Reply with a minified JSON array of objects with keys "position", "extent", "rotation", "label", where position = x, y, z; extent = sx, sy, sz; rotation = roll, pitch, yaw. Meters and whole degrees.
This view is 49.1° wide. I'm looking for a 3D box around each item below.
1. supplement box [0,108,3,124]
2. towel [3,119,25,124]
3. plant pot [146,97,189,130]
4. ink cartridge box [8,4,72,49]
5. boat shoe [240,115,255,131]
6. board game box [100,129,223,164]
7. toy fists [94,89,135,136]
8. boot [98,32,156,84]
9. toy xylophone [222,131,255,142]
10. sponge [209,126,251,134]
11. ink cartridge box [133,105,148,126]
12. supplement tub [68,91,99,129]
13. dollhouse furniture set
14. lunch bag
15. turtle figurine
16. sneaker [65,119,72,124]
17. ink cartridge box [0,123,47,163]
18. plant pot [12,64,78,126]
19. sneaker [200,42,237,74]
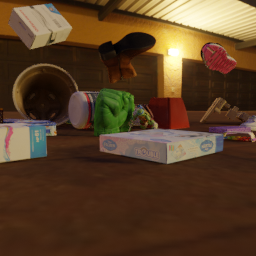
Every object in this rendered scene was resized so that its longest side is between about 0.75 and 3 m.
[{"position":[-5.960,-0.455,12.236],"extent":[0.558,0.840,0.828],"rotation":[1,5,13],"label":"supplement box"},{"position":[-6.045,-0.314,14.675],"extent":[1.209,0.196,1.647],"rotation":[2,6,-2],"label":"towel"},{"position":[1.638,-0.656,11.956],"extent":[1.470,1.297,1.471],"rotation":[5,6,44],"label":"plant pot"},{"position":[-3.229,-3.792,10.375],"extent":[1.811,1.309,0.763],"rotation":[-36,-5,-47],"label":"ink cartridge box"},{"position":[4.875,-0.214,10.976],"extent":[1.671,0.558,0.615],"rotation":[-4,6,-44],"label":"boat shoe"},{"position":[0.652,0.297,5.584],"extent":[1.753,0.382,1.761],"rotation":[-4,6,-42],"label":"board game box"},{"position":[-0.383,-0.578,9.641],"extent":[1.007,1.492,2.927],"rotation":[1,5,15],"label":"toy fists"},{"position":[0.118,-2.882,12.307],"extent":[2.430,0.884,2.581],"rotation":[-20,-24,2],"label":"boot"},{"position":[3.036,0.215,7.656],"extent":[0.667,0.229,0.911],"rotation":[-4,6,-44],"label":"toy xylophone"},{"position":[3.562,0.066,9.772],"extent":[1.340,0.200,0.747],"rotation":[-3,6,-31],"label":"sponge"},{"position":[0.310,-0.664,13.816],"extent":[2.666,1.001,2.196],"rotation":[3,6,33],"label":"ink cartridge box"},{"position":[-1.251,-0.755,11.711],"extent":[2.149,1.508,1.508],"rotation":[-3,5,-35],"label":"supplement tub"},{"position":[5.040,-0.376,14.454],"extent":[1.938,1.579,1.843],"rotation":[36,9,5],"label":"dollhouse furniture set"},{"position":[-2.869,0.009,8.698],"extent":[1.326,0.501,1.063],"rotation":[-3,7,-24],"label":"lunch bag"},{"position":[0.531,-0.065,9.714],"extent":[0.931,1.294,1.254],"rotation":[-22,-22,15],"label":"turtle figurine"},{"position":[-2.611,-0.802,15.234],"extent":[0.906,1.059,2.557],"rotation":[3,5,17],"label":"sneaker"},{"position":[-2.300,0.246,4.885],"extent":[1.411,0.597,1.020],"rotation":[-6,8,-44],"label":"ink cartridge box"},{"position":[-4.001,-1.299,13.520],"extent":[2.846,2.846,2.605],"rotation":[-2,-6,-21],"label":"plant pot"},{"position":[3.381,-2.878,11.045],"extent":[2.421,0.893,1.059],"rotation":[6,41,-49],"label":"sneaker"}]
